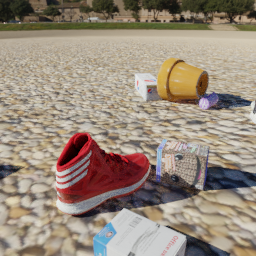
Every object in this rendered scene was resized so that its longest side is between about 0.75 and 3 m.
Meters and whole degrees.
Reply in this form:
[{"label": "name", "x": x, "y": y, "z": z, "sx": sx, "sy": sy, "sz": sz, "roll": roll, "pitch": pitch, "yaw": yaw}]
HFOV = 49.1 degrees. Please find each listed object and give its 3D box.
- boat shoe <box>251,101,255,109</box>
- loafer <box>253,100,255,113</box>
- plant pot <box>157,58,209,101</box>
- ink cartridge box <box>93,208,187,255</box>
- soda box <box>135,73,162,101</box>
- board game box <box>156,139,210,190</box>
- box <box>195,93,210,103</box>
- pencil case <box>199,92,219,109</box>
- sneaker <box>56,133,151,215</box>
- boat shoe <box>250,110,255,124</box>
[{"label": "boat shoe", "x": 6.602, "y": -0.934, "z": 12.193, "sx": 0.956, "sy": 0.976, "sz": 2.740, "roll": -10, "pitch": 25, "yaw": -22}, {"label": "loafer", "x": 5.828, "y": -1.341, "z": 11.812, "sx": 0.658, "sy": 0.577, "sz": 1.831, "roll": 14, "pitch": 51, "yaw": 43}, {"label": "plant pot", "x": 2.825, "y": -2.292, "z": 13.878, "sx": 1.955, "sy": 2.135, "sz": 2.135, "roll": 18, "pitch": 29, "yaw": 37}, {"label": "ink cartridge box", "x": 0.225, "y": 2.258, "z": 5.244, "sx": 1.431, "sy": 0.602, "sz": 1.034, "roll": 15, "pitch": 28, "yaw": 31}, {"label": "soda box", "x": 1.101, "y": -2.339, "z": 15.606, "sx": 0.940, "sy": 0.878, "sz": 2.759, "roll": -4, "pitch": 24, "yaw": -10}, {"label": "board game box", "x": 1.488, "y": 0.985, "z": 7.655, "sx": 1.305, "sy": 1.040, "sz": 0.632, "roll": 8, "pitch": 25, "yaw": 19}, {"label": "box", "x": 3.823, "y": -1.536, "z": 14.348, "sx": 0.433, "sy": 0.390, "sz": 0.770, "roll": 18, "pitch": 29, "yaw": 34}, {"label": "pencil case", "x": 3.959, "y": -1.336, "z": 13.656, "sx": 0.570, "sy": 0.581, "sz": 1.359, "roll": 16, "pitch": 29, "yaw": 31}, {"label": "sneaker", "x": -0.476, "y": 0.842, "z": 7.121, "sx": 1.166, "sy": 1.720, "sz": 2.977, "roll": 19, "pitch": 30, "yaw": 37}, {"label": "boat shoe", "x": 5.506, "y": -0.482, "z": 11.878, "sx": 0.411, "sy": 0.405, "sz": 1.159, "roll": 2, "pitch": 23, "yaw": 4}]
